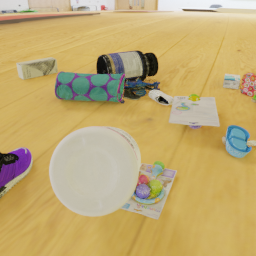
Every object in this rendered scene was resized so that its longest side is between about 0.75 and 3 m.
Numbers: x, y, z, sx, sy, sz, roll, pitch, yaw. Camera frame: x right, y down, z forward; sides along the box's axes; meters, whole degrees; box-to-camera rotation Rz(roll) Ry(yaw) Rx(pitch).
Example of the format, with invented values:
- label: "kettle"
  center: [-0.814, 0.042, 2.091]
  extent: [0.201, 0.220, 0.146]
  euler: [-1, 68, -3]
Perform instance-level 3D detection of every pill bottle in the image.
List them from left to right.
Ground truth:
- label: "pill bottle"
  center: [-0.485, 0.720, 5.830]
  extent: [1.502, 1.502, 2.649]
  euler: [2, 0, 4]
- label: "pill bottle"
  center: [0.007, -2.876, 13.392]
  extent: [2.744, 1.534, 1.534]
  euler: [-14, 31, -24]

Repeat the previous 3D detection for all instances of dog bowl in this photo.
- label: "dog bowl"
  center: [3.252, 0.402, 8.351]
  extent: [0.695, 0.309, 1.248]
  euler: [18, 38, 5]

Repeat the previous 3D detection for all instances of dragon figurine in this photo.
- label: "dragon figurine"
  center: [0.445, -1.755, 12.273]
  extent: [2.091, 0.615, 1.039]
  euler: [-16, 32, -30]

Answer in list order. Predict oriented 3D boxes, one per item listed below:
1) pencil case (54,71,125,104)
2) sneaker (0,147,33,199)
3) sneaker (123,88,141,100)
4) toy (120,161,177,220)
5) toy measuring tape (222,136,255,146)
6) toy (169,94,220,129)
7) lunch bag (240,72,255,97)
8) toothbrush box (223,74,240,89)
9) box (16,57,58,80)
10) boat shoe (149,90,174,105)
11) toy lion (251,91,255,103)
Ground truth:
- label: "pencil case"
  center: [-1.533, -1.685, 11.504]
  extent: [2.839, 1.208, 1.312]
  euler: [5, 15, 11]
- label: "sneaker"
  center: [-3.073, 0.896, 6.837]
  extent: [0.745, 1.065, 2.142]
  euler: [6, 30, 12]
- label: "sneaker"
  center: [0.163, -1.447, 11.908]
  extent: [0.785, 0.417, 0.293]
  euler: [10, 30, 18]
- label: "toy"
  center: [0.507, 1.327, 6.743]
  extent: [0.992, 0.407, 1.723]
  euler: [10, 30, 20]
- label: "toy measuring tape"
  center: [4.141, 0.194, 8.389]
  extent: [2.450, 0.901, 0.901]
  euler: [4, 28, 9]
- label: "toy"
  center: [2.314, -0.468, 9.869]
  extent: [1.542, 0.632, 2.679]
  euler: [4, 29, 12]
- label: "lunch bag"
  center: [5.360, -1.859, 12.103]
  extent: [0.395, 0.964, 0.849]
  euler: [-25, 39, -35]
- label: "toothbrush box"
  center: [4.955, -2.235, 13.382]
  extent: [0.721, 0.420, 0.985]
  euler: [10, 28, 18]
- label: "box"
  center: [-4.730, -3.149, 14.706]
  extent: [1.957, 0.804, 0.669]
  euler: [-23, 36, -34]
- label: "boat shoe"
  center: [1.297, -1.249, 11.502]
  extent: [1.247, 0.459, 0.407]
  euler: [21, 31, 36]
- label: "toy lion"
  center: [5.796, -0.991, 11.133]
  extent: [1.295, 0.464, 1.351]
  euler: [6, 28, -4]
